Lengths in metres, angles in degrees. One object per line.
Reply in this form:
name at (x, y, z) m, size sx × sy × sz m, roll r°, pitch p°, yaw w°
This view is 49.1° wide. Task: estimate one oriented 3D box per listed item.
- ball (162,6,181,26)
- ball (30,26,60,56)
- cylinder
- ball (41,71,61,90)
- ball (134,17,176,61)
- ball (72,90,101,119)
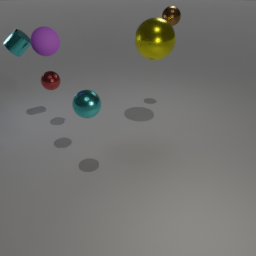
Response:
ball at (1.599, -4.125, 10.326) m, size 0.700 × 0.700 × 0.700 m, roll 0°, pitch 28°, yaw 0°
ball at (-2.018, -2.113, 6.850) m, size 0.700 × 0.700 × 0.700 m, roll 0°, pitch 28°, yaw 0°
cylinder at (-3.949, -3.056, 10.071) m, size 0.700 × 0.700 × 0.700 m, roll -42°, pitch 26°, yaw 13°
ball at (-2.820, -1.726, 10.218) m, size 0.700 × 0.700 × 0.700 m, roll 0°, pitch 28°, yaw 0°
ball at (0.921, -3.013, 9.539) m, size 1.400 × 1.400 × 1.400 m, roll 0°, pitch 28°, yaw 0°
ball at (-0.999, -0.580, 6.802) m, size 0.700 × 0.700 × 0.700 m, roll 0°, pitch 28°, yaw 0°
